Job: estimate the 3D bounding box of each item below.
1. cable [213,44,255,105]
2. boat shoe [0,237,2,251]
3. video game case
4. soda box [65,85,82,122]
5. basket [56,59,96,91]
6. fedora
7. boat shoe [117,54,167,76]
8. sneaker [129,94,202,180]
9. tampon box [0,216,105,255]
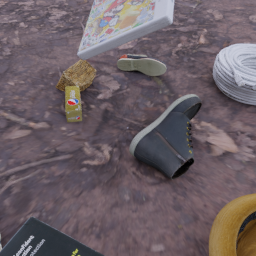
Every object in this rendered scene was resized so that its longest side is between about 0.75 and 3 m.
[{"bbox_3d":[4.614,-2.007,10.073,2.984,1.033,2.984,-8,42,-9],"label":"cable"},{"bbox_3d":[-2.623,2.472,5.306,0.581,0.511,1.633,-16,44,-20],"label":"boat shoe"},{"bbox_3d":[-0.029,-3.308,7.753,2.835,0.324,2.580,-12,54,33],"label":"video game case"},{"bbox_3d":[-1.784,-0.814,9.152,0.481,0.455,1.421,-6,41,-8],"label":"soda box"},{"bbox_3d":[-1.839,-1.749,10.286,0.908,0.948,1.273,42,48,-3],"label":"basket"},{"bbox_3d":[2.591,2.449,4.900,2.625,1.070,2.625,-1,43,0],"label":"fedora"},{"bbox_3d":[0.577,-2.535,11.014,2.002,0.713,0.626,10,39,19],"label":"boat shoe"},{"bbox_3d":[1.486,0.231,7.658,1.471,1.035,2.768,36,61,28],"label":"sneaker"},{"bbox_3d":[-0.725,3.003,3.691,2.831,1.787,2.122,19,44,21],"label":"tampon box"}]
